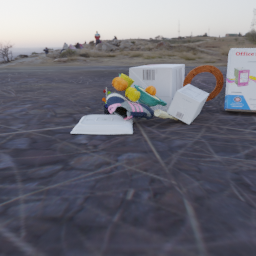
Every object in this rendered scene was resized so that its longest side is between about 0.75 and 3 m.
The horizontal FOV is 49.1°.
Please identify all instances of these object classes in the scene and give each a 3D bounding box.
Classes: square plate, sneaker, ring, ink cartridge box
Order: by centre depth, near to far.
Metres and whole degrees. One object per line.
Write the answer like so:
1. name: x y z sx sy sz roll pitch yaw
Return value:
1. square plate: -0.738 -0.153 8.772 1.792 0.257 1.809 1 15 1
2. sneaker: 0.093 -0.470 8.805 1.757 0.616 0.721 18 48 -28
3. ink cartridge box: 4.604 -1.791 10.556 1.663 2.301 0.974 4 0 16
4. ring: 3.135 -1.787 11.624 1.702 1.702 0.163 -1 33 -2

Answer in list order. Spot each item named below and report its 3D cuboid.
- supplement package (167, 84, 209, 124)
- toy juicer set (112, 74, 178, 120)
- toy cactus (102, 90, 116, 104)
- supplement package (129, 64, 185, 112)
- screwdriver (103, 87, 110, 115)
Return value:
1. supplement package: 2.083 -0.850 9.538 0.869 0.837 1.528 30 28 16
2. toy juicer set: 0.604 -1.060 9.060 2.491 0.678 1.584 34 14 10
3. toy cactus: -0.339 -0.847 10.285 1.327 0.678 1.095 46 10 30
4. supplement package: 1.340 -1.817 11.996 1.745 1.724 2.878 4 15 20
5. screwdriver: -0.697 -0.826 9.077 0.250 0.261 1.791 19 -17 4
